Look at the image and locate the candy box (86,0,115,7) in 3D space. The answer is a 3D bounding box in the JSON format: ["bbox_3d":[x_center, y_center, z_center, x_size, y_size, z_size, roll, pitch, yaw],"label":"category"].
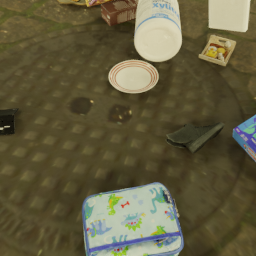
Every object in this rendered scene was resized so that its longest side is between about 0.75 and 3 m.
[{"bbox_3d":[-0.516,-5.743,11.774,1.385,0.670,2.375,9,31,44],"label":"candy box"}]

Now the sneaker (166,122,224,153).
[{"bbox_3d":[1.870,0.114,7.732,1.582,0.475,0.825,-35,64,-21],"label":"sneaker"}]

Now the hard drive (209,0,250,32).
[{"bbox_3d":[1.957,-2.499,5.435,0.790,1.198,0.160,22,55,34],"label":"hard drive"}]

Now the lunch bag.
[{"bbox_3d":[0.087,2.107,5.913,2.006,0.827,1.612,-7,54,-5],"label":"lunch bag"}]

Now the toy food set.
[{"bbox_3d":[3.265,-2.857,10.189,0.983,0.414,1.371,23,55,18],"label":"toy food set"}]

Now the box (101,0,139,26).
[{"bbox_3d":[-0.188,-4.931,11.753,1.705,0.639,0.854,-21,54,-18],"label":"box"}]

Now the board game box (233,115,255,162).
[{"bbox_3d":[4.292,0.137,7.157,2.438,0.549,1.854,-33,58,-1],"label":"board game box"}]

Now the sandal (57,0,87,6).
[{"bbox_3d":[-2.281,-5.946,12.633,1.930,0.521,0.775,4,51,3],"label":"sandal"}]

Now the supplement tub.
[{"bbox_3d":[1.074,-3.746,10.132,1.630,1.630,2.471,2,52,2],"label":"supplement tub"}]

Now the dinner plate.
[{"bbox_3d":[0.185,-1.698,9.392,1.656,0.201,1.656,0,50,-1],"label":"dinner plate"}]

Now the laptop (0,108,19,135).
[{"bbox_3d":[-3.687,-0.183,8.256,0.806,0.470,0.910,-6,77,-4],"label":"laptop"}]
